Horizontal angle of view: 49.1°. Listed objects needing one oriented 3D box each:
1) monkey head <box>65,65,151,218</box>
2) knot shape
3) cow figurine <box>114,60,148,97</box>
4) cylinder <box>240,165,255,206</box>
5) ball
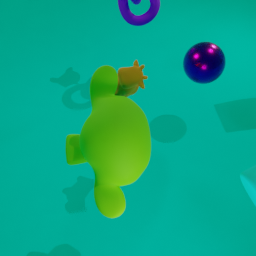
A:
[{"bbox_3d":[-0.371,0.210,3.930,1.404,1.176,1.951,-6,78,10],"label":"monkey head"},{"bbox_3d":[0.152,-3.784,7.914,0.876,1.775,1.897,-20,21,43],"label":"knot shape"},{"bbox_3d":[0.018,-0.889,5.397,0.986,1.002,0.550,-17,86,27],"label":"cow figurine"},{"bbox_3d":[2.070,0.749,3.444,0.953,0.953,0.953,-31,52,7],"label":"cylinder"},{"bbox_3d":[1.997,-1.705,7.361,1.085,1.085,1.085,0,49,0],"label":"ball"}]
